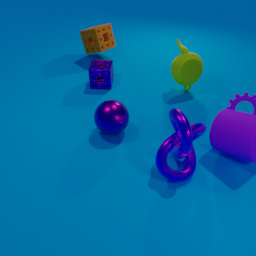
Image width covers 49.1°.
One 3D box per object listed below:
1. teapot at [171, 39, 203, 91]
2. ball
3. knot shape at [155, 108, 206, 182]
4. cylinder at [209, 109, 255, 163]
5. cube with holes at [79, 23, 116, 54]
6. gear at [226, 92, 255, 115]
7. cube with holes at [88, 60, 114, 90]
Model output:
[{"bbox_3d":[2.032,-2.201,10.024,1.190,1.914,0.937,-21,29,-11],"label":"teapot"},{"bbox_3d":[-0.493,-0.317,8.439,1.067,1.067,1.067,0,40,0],"label":"ball"},{"bbox_3d":[1.373,0.293,7.199,0.869,1.760,1.880,12,47,28],"label":"knot shape"},{"bbox_3d":[3.024,0.183,7.507,1.203,1.203,1.203,-31,34,-32],"label":"cylinder"},{"bbox_3d":[-1.293,-3.849,12.094,0.974,0.974,0.974,7,32,41],"label":"cube with holes"},{"bbox_3d":[3.584,-0.560,8.620,1.050,1.050,0.194,14,11,16],"label":"gear"},{"bbox_3d":[-1.004,-2.035,10.664,0.814,0.814,0.814,3,40,3],"label":"cube with holes"}]
